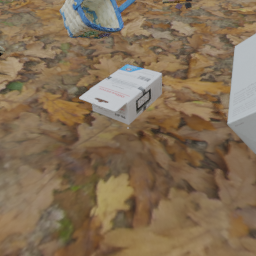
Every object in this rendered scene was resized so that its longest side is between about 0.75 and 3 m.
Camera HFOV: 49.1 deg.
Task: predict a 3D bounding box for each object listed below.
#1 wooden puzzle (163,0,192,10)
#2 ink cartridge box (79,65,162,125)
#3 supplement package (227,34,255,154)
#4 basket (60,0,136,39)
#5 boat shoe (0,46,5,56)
[{"bbox_3d":[1.582,-4.403,9.016,0.921,0.109,1.553,2,70,8],"label":"wooden puzzle"},{"bbox_3d":[-0.128,-0.822,7.187,1.187,0.694,2.047,21,44,29],"label":"ink cartridge box"},{"bbox_3d":[3.064,-0.778,5.262,1.584,1.589,2.710,41,45,-18],"label":"supplement package"},{"bbox_3d":[-0.851,-3.884,8.974,2.084,2.364,1.644,-16,79,-45],"label":"basket"},{"bbox_3d":[-2.669,-1.392,5.220,1.359,0.507,0.423,11,77,52],"label":"boat shoe"}]
